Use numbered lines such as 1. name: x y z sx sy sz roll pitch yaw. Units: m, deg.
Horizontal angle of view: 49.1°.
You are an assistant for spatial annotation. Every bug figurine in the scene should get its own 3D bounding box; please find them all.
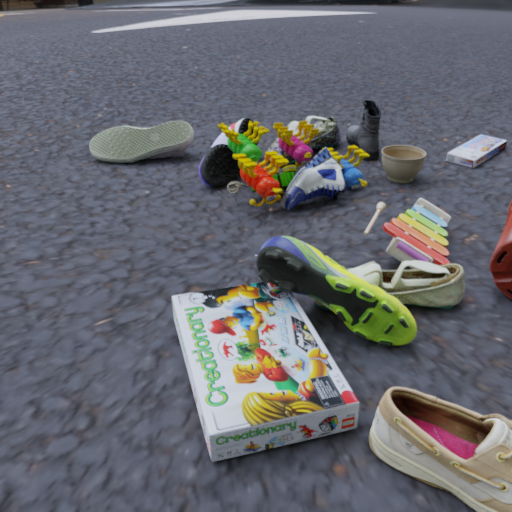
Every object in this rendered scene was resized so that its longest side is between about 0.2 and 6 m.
1. bug figurine: 0.714 -2.114 12.461 3.425 0.881 2.656 -10 42 -32

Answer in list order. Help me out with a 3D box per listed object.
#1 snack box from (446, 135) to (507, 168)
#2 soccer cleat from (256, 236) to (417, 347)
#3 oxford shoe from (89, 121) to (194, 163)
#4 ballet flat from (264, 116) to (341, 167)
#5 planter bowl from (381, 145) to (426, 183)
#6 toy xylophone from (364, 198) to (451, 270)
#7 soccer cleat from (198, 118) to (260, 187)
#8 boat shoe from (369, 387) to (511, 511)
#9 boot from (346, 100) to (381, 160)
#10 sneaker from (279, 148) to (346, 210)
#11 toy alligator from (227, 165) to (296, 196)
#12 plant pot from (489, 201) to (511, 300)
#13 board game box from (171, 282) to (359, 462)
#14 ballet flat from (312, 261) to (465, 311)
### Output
1. snack box: 5.723 -2.728 14.479 0.731 0.247 2.035 25 38 36
2. soccer cleat: 1.199 0.402 8.050 2.494 0.806 1.043 28 32 10
3. oxford shoe: -2.866 -2.818 14.221 2.649 0.996 0.765 -10 -10 -1
4. ballet flat: 1.194 -3.082 14.439 0.965 0.965 2.684 27 40 38
5. planter bowl: 3.374 -2.095 12.976 0.994 0.669 0.994 0 30 0
6. toy xylophone: 2.713 -0.428 9.884 1.440 0.494 1.967 29 37 2
7. soccer cleat: -0.779 -2.384 13.474 0.985 0.918 2.691 -21 27 38
8. boat shoe: 2.346 2.028 5.698 2.417 0.836 0.891 14 33 23
9. boot: 2.884 -3.441 14.621 0.708 1.336 2.029 -5 31 -6
10. sneaker: 1.344 -1.487 11.787 0.974 0.681 1.686 40 63 6
11. toy alligator: 0.285 -1.552 12.218 2.018 0.598 0.548 -10 -8 -16
12. plant pot: 4.561 -0.127 8.819 1.674 1.674 1.628 21 44 32
13. board game box: -0.035 1.294 7.309 1.739 0.477 2.754 -9 31 -14
14. ballet flat: 2.029 0.380 8.627 2.353 0.734 0.793 -2 35 -2
